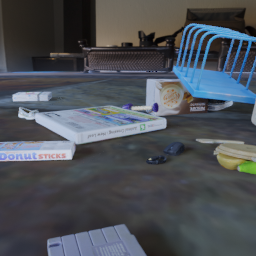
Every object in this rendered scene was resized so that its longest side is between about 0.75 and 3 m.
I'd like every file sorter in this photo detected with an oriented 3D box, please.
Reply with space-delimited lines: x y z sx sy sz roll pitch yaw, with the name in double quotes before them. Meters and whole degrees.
"file sorter" 2.626 -1.992 8.182 1.845 1.631 2.658 6 25 -7

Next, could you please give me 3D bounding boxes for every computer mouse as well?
"computer mouse" 0.704 0.436 5.132 0.332 0.193 1.132 11 18 35

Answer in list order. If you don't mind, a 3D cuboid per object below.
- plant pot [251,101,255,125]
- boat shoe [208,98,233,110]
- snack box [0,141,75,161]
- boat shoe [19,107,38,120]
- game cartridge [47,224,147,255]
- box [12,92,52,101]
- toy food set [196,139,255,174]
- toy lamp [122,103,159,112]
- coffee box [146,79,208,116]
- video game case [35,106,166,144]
"plant pot" 4.373 -0.706 5.827 2.396 2.393 2.121 0 26 1
"boat shoe" 3.492 -1.173 10.676 0.838 0.691 2.442 7 15 28
"snack box" -1.861 0.416 5.161 1.704 0.207 0.613 -1 14 -4
"boat shoe" -2.974 -0.442 8.495 0.951 0.305 0.350 9 17 34
"game cartridge" -0.162 1.172 2.094 0.777 0.230 1.199 0 13 -20
"box" -4.234 -1.410 12.507 1.479 0.304 1.153 -2 14 -6
"toy food set" 2.005 0.506 4.737 1.177 0.342 1.704 4 7 -15
"toy lamp" 0.366 -0.630 8.798 1.178 0.343 0.343 -1 11 28
"coffee box" 1.630 -1.041 9.259 1.940 1.110 0.773 -3 15 -19
"video game case" -0.814 -0.190 7.478 2.506 0.304 2.753 -9 16 -34
